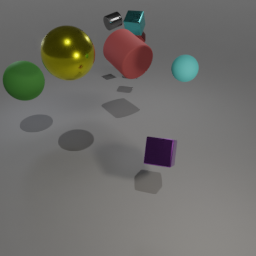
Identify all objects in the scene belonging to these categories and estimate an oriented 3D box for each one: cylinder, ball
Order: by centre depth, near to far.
[{"bbox_3d":[1.487,-1.560,7.330,0.700,0.700,0.700,0,31,0],"label":"ball"},{"bbox_3d":[-1.566,-1.951,7.357,1.400,1.400,1.400,0,31,0],"label":"ball"},{"bbox_3d":[-3.683,-1.671,9.941,1.400,1.400,1.400,0,31,0],"label":"ball"},{"bbox_3d":[-0.010,-2.807,10.625,1.400,1.400,1.400,-20,51,-29],"label":"cylinder"},{"bbox_3d":[-0.738,-5.222,13.674,0.700,0.700,0.700,-30,40,-19],"label":"cylinder"}]

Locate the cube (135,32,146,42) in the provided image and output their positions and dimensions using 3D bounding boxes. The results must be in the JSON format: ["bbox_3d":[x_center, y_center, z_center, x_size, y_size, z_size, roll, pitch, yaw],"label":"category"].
[{"bbox_3d":[0.441,-4.758,14.575,0.700,0.700,0.700,-25,41,29],"label":"cube"}]

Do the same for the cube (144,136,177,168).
[{"bbox_3d":[0.858,0.614,7.301,0.700,0.700,0.700,7,-1,18],"label":"cube"}]

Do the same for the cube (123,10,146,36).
[{"bbox_3d":[0.282,-4.418,11.781,0.700,0.700,0.700,10,63,17],"label":"cube"}]
